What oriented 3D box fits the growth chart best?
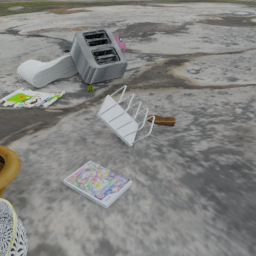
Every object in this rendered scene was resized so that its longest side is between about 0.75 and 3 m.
[{"bbox_3d":[-3.838,-1.176,11.131,2.215,0.196,1.603,7,33,13],"label":"growth chart"}]

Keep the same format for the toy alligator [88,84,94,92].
[{"bbox_3d":[-1.617,-1.768,12.108,0.255,0.185,0.770,-3,31,-6],"label":"toy alligator"}]

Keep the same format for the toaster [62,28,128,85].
[{"bbox_3d":[-1.410,-3.245,12.668,2.326,1.380,2.103,-18,73,-28],"label":"toaster"}]

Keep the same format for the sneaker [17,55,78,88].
[{"bbox_3d":[-3.718,-2.922,13.182,1.694,1.080,2.932,26,41,32],"label":"sneaker"}]

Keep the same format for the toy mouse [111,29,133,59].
[{"bbox_3d":[-0.843,-3.860,14.267,2.464,2.773,0.537,22,62,-25],"label":"toy mouse"}]

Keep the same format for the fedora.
[{"bbox_3d":[-3.524,1.192,6.495,2.087,0.851,2.087,2,31,-1],"label":"fedora"}]

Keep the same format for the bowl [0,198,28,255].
[{"bbox_3d":[-2.258,2.175,4.553,1.842,0.864,1.842,-21,41,20],"label":"bowl"}]

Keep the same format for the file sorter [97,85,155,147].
[{"bbox_3d":[0.002,-0.364,8.222,0.885,1.421,0.986,-28,28,36],"label":"file sorter"}]

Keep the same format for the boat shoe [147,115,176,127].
[{"bbox_3d":[1.047,-0.196,8.915,0.924,0.325,0.325,9,46,2],"label":"boat shoe"}]

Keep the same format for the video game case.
[{"bbox_3d":[-0.751,1.346,6.945,1.411,0.127,1.010,21,37,31],"label":"video game case"}]
